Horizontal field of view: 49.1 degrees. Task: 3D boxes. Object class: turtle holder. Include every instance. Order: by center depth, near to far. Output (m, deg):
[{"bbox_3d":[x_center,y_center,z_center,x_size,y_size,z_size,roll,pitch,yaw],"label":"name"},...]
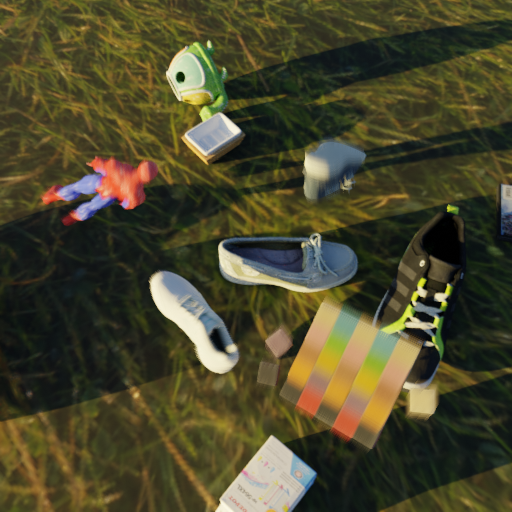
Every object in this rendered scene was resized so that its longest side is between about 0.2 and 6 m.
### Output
[{"bbox_3d":[-1.326,-3.998,12.972,1.171,1.648,1.252,-28,28,-8],"label":"turtle holder"}]

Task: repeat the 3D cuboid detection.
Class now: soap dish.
[{"bbox_3d":[-0.946,-2.597,12.471,1.128,0.458,0.888,-37,66,-19],"label":"soap dish"}]

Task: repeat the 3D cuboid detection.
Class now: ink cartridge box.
[{"bbox_3d":[0.128,3.673,8.579,0.903,0.880,1.405,36,65,19],"label":"ink cartridge box"}]

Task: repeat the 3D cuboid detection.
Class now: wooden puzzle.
[{"bbox_3d":[1.364,1.756,8.463,2.719,0.191,1.612,26,92,25],"label":"wooden puzzle"}]

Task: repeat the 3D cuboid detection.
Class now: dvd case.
[{"bbox_3d":[5.962,-0.756,11.572,1.932,0.170,1.378,11,61,6],"label":"dvd case"}]

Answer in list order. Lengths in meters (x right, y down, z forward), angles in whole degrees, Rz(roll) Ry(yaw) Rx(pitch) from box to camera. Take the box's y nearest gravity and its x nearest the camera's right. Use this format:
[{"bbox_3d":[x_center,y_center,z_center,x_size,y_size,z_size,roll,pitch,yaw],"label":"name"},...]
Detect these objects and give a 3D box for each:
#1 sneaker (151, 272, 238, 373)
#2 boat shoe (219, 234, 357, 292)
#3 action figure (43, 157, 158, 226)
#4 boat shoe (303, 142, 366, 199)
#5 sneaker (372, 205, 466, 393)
[{"bbox_3d":[-0.985,1.059,9.652,0.739,0.842,2.102,-39,87,-25],"label":"sneaker"},{"bbox_3d":[0.618,0.059,10.692,2.674,0.857,0.985,4,60,2],"label":"boat shoe"},{"bbox_3d":[-2.805,-1.250,10.338,3.124,1.022,0.808,-7,33,46],"label":"action figure"},{"bbox_3d":[1.522,-1.665,10.901,0.898,0.741,2.398,19,26,14],"label":"boat shoe"},{"bbox_3d":[2.962,0.602,10.010,1.289,1.488,3.594,17,61,9],"label":"sneaker"}]
